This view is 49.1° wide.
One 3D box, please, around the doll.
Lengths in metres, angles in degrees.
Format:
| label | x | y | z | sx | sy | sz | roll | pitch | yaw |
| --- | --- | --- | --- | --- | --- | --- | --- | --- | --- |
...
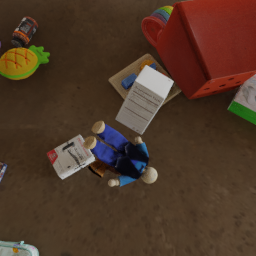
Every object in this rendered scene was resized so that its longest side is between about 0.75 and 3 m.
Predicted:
| label | x | y | z | sx | sy | sz | roll | pitch | yaw |
| --- | --- | --- | --- | --- | --- | --- | --- | --- | --- |
| doll | -0.127 | 0.974 | 8.713 | 2.690 | 0.652 | 1.835 | 37 | 71 | -27 |

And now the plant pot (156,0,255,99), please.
| label | x | y | z | sx | sy | sz | roll | pitch | yaw |
| --- | --- | --- | --- | --- | --- | --- | --- | --- | --- |
| plant pot | 3.029 | -2.702 | 10.207 | 2.971 | 2.973 | 2.620 | -13 | 80 | -10 |

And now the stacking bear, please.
| label | x | y | z | sx | sy | sz | roll | pitch | yaw |
| --- | --- | --- | --- | --- | --- | --- | --- | --- | --- |
| stacking bear | 1.722 | -4.590 | 11.869 | 2.145 | 1.302 | 1.220 | -39 | 73 | -22 |

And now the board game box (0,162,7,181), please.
| label | x | y | z | sx | sy | sz | roll | pitch | yaw |
| --- | --- | --- | --- | --- | --- | --- | --- | --- | --- |
| board game box | -5.458 | 1.638 | 9.808 | 1.982 | 0.343 | 1.343 | 15 | 69 | 6 |

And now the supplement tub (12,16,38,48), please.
| label | x | y | z | sx | sy | sz | roll | pitch | yaw |
| --- | --- | --- | --- | --- | --- | --- | --- | --- | --- |
| supplement tub | -4.397 | -4.028 | 11.845 | 0.684 | 0.684 | 1.279 | 21 | 70 | 8 |

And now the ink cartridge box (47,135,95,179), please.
| label | x | y | z | sx | sy | sz | roll | pitch | yaw |
| --- | --- | --- | --- | --- | --- | --- | --- | --- | --- |
| ink cartridge box | -2.005 | 1.016 | 9.930 | 1.356 | 0.568 | 0.979 | -30 | 72 | -11 |

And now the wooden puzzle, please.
| label | x | y | z | sx | sy | sz | roll | pitch | yaw |
| --- | --- | --- | --- | --- | --- | --- | --- | --- | --- |
| wooden puzzle | 0.680 | -1.773 | 11.043 | 2.100 | 0.525 | 2.267 | -36 | 73 | -13 |

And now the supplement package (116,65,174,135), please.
| label | x | y | z | sx | sy | sz | roll | pitch | yaw |
| --- | --- | --- | --- | --- | --- | --- | --- | --- | --- |
| supplement package | 0.474 | -0.820 | 8.467 | 0.995 | 1.695 | 0.991 | 31 | 45 | 0 |

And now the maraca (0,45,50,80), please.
| label | x | y | z | sx | sy | sz | roll | pitch | yaw |
| --- | --- | --- | --- | --- | --- | --- | --- | --- | --- |
| maraca | -4.131 | -2.648 | 11.107 | 2.064 | 1.104 | 1.415 | -35 | 68 | -25 |

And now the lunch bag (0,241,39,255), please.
| label | x | y | z | sx | sy | sz | roll | pitch | yaw |
| --- | --- | --- | --- | --- | --- | --- | --- | --- | --- |
| lunch bag | -3.877 | 4.327 | 8.479 | 2.252 | 0.868 | 1.806 | 7 | 66 | 2 |

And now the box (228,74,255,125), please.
| label | x | y | z | sx | sy | sz | roll | pitch | yaw |
| --- | --- | --- | --- | --- | --- | --- | --- | --- | --- |
| box | 5.000 | -1.016 | 10.584 | 1.778 | 0.860 | 1.569 | 32 | 74 | 13 |

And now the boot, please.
| label | x | y | z | sx | sy | sz | roll | pitch | yaw |
| --- | --- | --- | --- | --- | --- | --- | --- | --- | --- |
| boot | -0.685 | 1.329 | 9.015 | 1.004 | 1.067 | 0.365 | 40 | 107 | 2 |
